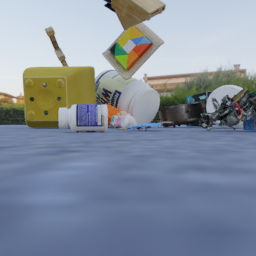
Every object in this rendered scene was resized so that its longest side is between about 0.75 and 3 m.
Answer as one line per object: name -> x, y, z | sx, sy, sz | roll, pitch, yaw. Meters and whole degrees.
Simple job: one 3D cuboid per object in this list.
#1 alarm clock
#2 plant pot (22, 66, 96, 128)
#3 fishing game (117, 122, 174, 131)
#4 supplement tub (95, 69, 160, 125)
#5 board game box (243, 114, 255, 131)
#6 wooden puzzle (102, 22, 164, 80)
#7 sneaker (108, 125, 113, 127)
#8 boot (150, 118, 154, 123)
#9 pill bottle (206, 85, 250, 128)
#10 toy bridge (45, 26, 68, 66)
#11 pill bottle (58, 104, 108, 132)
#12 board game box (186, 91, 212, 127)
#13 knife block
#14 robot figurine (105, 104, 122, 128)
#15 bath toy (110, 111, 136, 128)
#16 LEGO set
alarm clock -> 2.095, -0.497, 12.038 | 1.847, 0.912, 2.739 | -9, 1, -37
plant pot -> -2.513, -1.084, 9.918 | 2.355, 2.371, 2.425 | 0, 7, 3
fishing game -> 0.384, -0.013, 6.054 | 1.124, 0.175, 0.805 | -8, 4, -23
supplement tub -> -0.144, -1.302, 12.069 | 2.638, 1.912, 1.912 | 29, 19, 37
board game box -> 3.388, -0.124, 5.065 | 1.605, 0.388, 2.122 | 0, 0, -7
wooden puzzle -> 0.097, -2.720, 9.444 | 1.653, 1.787, 0.333 | 52, 10, 31
sneaker -> -1.239, -0.452, 12.742 | 1.932, 0.854, 0.777 | 1, -1, 7
boot -> -0.117, -0.523, 14.463 | 2.774, 1.015, 2.088 | 6, -1, -11
pill bottle -> 3.674, -0.743, 10.084 | 1.513, 1.513, 2.647 | 0, 1, 25
toy bridge -> -2.833, -3.075, 11.683 | 0.331, 2.429, 0.817 | -27, 45, -8
pill bottle -> -0.782, -0.170, 4.918 | 0.825, 0.494, 0.494 | 0, 1, -9
board game box -> 3.967, -0.994, 15.762 | 0.385, 1.851, 2.736 | 0, 1, -11
knife block -> -0.030, -3.161, 6.611 | 0.531, 1.458, 1.660 | -37, 22, -22
robot figurine -> -0.638, -0.452, 10.819 | 1.254, 0.731, 0.902 | 24, -24, -8
bath toy -> -0.093, -0.219, 8.758 | 0.517, 0.609, 1.400 | 23, -3, -20
LEGO set -> 2.269, -0.379, 5.290 | 1.877, 0.819, 2.890 | -39, 1, 18
